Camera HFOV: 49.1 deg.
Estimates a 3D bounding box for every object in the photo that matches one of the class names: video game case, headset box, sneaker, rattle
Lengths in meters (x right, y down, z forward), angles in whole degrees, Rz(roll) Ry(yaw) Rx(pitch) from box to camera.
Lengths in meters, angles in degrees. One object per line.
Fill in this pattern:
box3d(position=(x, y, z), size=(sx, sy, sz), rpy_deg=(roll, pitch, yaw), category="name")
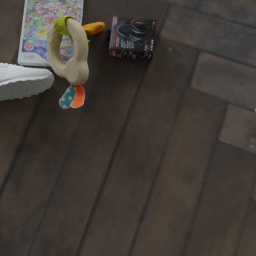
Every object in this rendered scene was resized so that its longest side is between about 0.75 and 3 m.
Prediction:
box3d(position=(-2.136, -2.837, 7.873), size=(1.641, 0.206, 2.291), rpy_deg=(2, 79, 0), category="video game case")
box3d(position=(0.065, -2.446, 7.636), size=(1.323, 0.511, 0.985), rpy_deg=(7, 78, 0), category="headset box")
box3d(position=(-3.158, -1.298, 7.246), size=(2.431, 0.929, 0.979), rpy_deg=(-10, 69, -3), category="sneaker")
box3d(position=(-1.138, -1.644, 7.324), size=(1.490, 1.635, 2.289), rpy_deg=(-25, 83, 26), category="rattle")
